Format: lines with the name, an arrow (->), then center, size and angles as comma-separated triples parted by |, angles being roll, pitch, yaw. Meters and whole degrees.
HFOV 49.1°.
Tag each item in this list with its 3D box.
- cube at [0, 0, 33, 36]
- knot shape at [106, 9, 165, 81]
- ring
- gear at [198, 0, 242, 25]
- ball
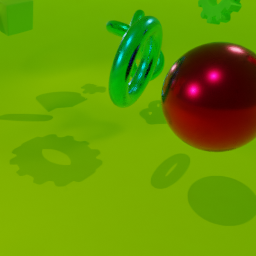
cube -> -2.755, -2.721, 6.551 | 0.739, 0.739, 0.739 | 34, 44, 16
knot shape -> 0.197, -1.972, 6.311 | 0.758, 1.640, 1.535 | -22, 44, 23
ring -> 0.116, -0.823, 3.608 | 0.241, 1.206, 1.206 | 25, 34, 14
gear -> 2.661, -3.945, 7.913 | 0.347, 1.878, 1.878 | 1, 27, -19
ball -> 0.938, -0.322, 3.012 | 1.162, 1.162, 1.162 | 0, 28, 0
